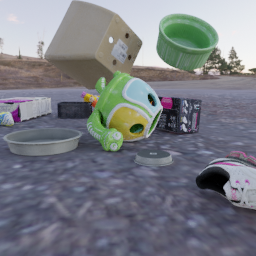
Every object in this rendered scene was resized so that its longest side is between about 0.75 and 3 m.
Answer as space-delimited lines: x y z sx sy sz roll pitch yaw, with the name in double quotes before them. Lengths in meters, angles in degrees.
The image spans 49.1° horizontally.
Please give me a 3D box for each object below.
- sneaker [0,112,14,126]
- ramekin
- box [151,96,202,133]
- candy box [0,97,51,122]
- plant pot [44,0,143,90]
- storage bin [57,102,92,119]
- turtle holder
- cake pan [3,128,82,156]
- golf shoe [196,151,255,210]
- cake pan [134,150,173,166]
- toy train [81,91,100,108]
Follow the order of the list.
"sneaker" -5.069 -0.285 11.139 0.783 0.564 1.490 -22 15 -31
"ramekin" 2.130 -3.195 10.515 2.238 1.093 2.238 6 52 -7
"box" 1.633 -0.516 10.162 1.051 1.210 1.831 -1 9 -31
"candy box" -5.281 -0.958 13.498 2.034 0.910 2.983 1 10 10
"plant pot" -1.061 -3.097 10.842 2.364 2.670 2.667 16 -12 42
"storage bin" -2.571 -0.881 13.646 1.562 0.732 1.056 1 10 1
"turtle holder" -0.084 -0.514 8.172 1.829 1.957 2.575 27 13 12
"cake pan" -2.281 0.353 7.646 2.051 0.376 2.051 0 10 0
"golf shoe" 1.872 0.892 3.874 0.973 0.767 2.113 -19 10 -23
"cake pan" 0.589 0.674 6.456 0.906 0.166 0.906 0 10 0
"toy train" -1.379 -1.050 14.759 2.188 0.810 2.914 30 10 17
